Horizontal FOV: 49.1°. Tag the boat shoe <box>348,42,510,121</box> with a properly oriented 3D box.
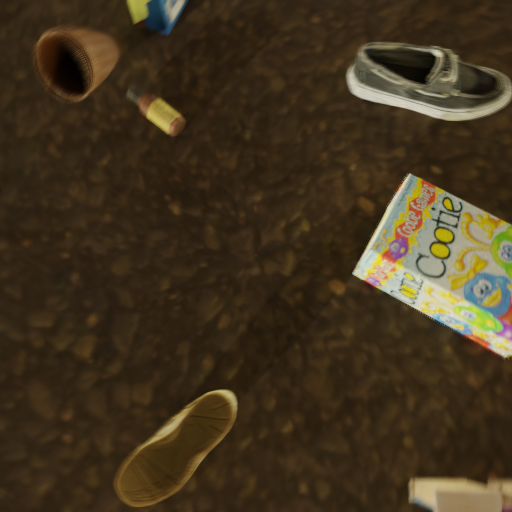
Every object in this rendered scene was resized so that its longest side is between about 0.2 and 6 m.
[{"bbox_3d":[3.355,-3.366,10.663,3.116,1.105,1.123,5,74,1],"label":"boat shoe"}]

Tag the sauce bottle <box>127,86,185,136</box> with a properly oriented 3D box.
[{"bbox_3d":[-1.955,-2.847,10.878,1.275,0.421,0.421,41,78,9],"label":"sauce bottle"}]

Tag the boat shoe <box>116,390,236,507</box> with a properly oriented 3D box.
[{"bbox_3d":[-1.191,3.058,8.968,2.411,0.800,0.892,-41,83,8],"label":"boat shoe"}]

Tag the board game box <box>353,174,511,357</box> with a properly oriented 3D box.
[{"bbox_3d":[3.410,0.206,9.409,3.001,1.546,1.574,29,76,8],"label":"board game box"}]

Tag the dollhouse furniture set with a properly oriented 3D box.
[{"bbox_3d":[3.286,4.495,8.289,1.947,1.346,2.063,1,74,1],"label":"dollhouse furniture set"}]

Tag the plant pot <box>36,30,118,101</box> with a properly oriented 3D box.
[{"bbox_3d":[-3.251,-3.770,10.693,1.237,1.237,1.323,26,38,7],"label":"plant pot"}]

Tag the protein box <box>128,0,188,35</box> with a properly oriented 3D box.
[{"bbox_3d":[-1.930,-5.370,11.207,0.795,1.170,1.179,22,75,6],"label":"protein box"}]
